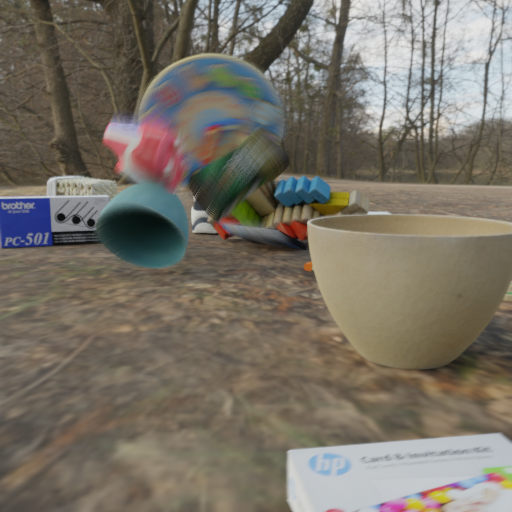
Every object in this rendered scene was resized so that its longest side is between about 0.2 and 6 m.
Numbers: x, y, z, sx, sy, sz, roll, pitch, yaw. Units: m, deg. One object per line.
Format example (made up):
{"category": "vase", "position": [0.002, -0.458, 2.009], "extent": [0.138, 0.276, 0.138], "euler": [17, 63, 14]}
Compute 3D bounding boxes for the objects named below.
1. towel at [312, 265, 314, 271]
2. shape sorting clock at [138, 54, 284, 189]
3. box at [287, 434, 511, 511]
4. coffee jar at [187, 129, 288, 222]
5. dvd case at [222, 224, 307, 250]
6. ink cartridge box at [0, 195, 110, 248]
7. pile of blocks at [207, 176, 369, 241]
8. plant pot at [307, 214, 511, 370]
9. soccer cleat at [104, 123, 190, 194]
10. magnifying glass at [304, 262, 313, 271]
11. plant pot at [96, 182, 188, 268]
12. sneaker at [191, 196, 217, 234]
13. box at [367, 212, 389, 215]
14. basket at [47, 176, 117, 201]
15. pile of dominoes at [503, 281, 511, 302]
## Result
{"category": "towel", "position": [1.515, 0.093, 9.552], "extent": [1.073, 0.264, 1.446], "euler": [7, 14, 8]}
{"category": "shape sorting clock", "position": [-0.999, -2.886, 12.728], "extent": [3.312, 3.312, 0.650], "euler": [-2, 39, -12]}
{"category": "box", "position": [0.934, 1.328, 2.381], "extent": [1.291, 0.341, 1.657], "euler": [-1, 9, -9]}
{"category": "coffee jar", "position": [-0.331, -1.601, 10.952], "extent": [1.917, 1.000, 0.818], "euler": [-38, -10, -9]}
{"category": "dvd case", "position": [0.175, -0.415, 12.214], "extent": [1.585, 0.139, 1.131], "euler": [9, -9, 39]}
{"category": "ink cartridge box", "position": [-4.561, -0.802, 12.799], "extent": [2.377, 1.117, 0.526], "euler": [-3, 10, -21]}
{"category": "pile of blocks", "position": [0.537, -0.980, 12.699], "extent": [3.913, 1.606, 1.216], "euler": [-1, 47, 16]}
{"category": "plant pot", "position": [1.471, 0.325, 5.409], "extent": [1.951, 1.310, 1.951], "euler": [-1, 10, 0]}
{"category": "soccer cleat", "position": [-1.862, -1.574, 9.817], "extent": [1.151, 1.004, 3.010], "euler": [21, -8, -3]}
{"category": "magnifying glass", "position": [1.357, 0.113, 10.326], "extent": [0.583, 0.164, 1.464], "euler": [8, 10, 38]}
{"category": "plant pot", "position": [-1.716, -0.624, 9.047], "extent": [1.438, 1.438, 0.969], "euler": [2, 48, 12]}
{"category": "sneaker", "position": [-0.911, -1.922, 16.015], "extent": [1.394, 2.273, 3.493], "euler": [4, 10, 20]}
{"category": "box", "position": [3.076, -0.840, 14.690], "extent": [0.867, 0.569, 0.871], "euler": [0, 9, 1]}
{"category": "basket", "position": [-5.102, -1.574, 16.614], "extent": [1.330, 1.461, 2.156], "euler": [5, 10, 6]}
{"category": "pile of dominoes", "position": [3.887, 0.237, 8.545], "extent": [2.927, 0.466, 2.282], "euler": [5, 11, 23]}
